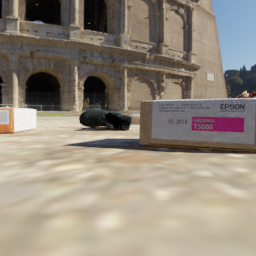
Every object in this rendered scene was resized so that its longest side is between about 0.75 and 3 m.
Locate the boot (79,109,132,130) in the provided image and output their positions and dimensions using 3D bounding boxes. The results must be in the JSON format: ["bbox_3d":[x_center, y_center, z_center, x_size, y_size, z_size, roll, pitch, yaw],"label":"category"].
[{"bbox_3d":[-0.608,-0.188,6.868,1.294,0.515,1.570,-2,7,-5],"label":"boot"}]

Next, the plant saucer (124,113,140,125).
[{"bbox_3d":[0.260,-0.368,11.027,2.626,0.421,2.626,-1,2,0],"label":"plant saucer"}]

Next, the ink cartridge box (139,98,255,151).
[{"bbox_3d":[0.997,-0.064,3.336,1.411,0.530,1.162,3,3,26],"label":"ink cartridge box"}]

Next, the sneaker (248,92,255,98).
[{"bbox_3d":[4.587,-0.609,11.019,2.447,0.865,1.195,-28,-21,-37],"label":"sneaker"}]

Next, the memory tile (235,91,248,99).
[{"bbox_3d":[3.845,-0.790,11.080,1.971,0.165,1.511,-35,-11,21],"label":"memory tile"}]

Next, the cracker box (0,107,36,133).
[{"bbox_3d":[-2.772,-0.188,6.025,1.179,0.508,1.760,0,2,-5],"label":"cracker box"}]
